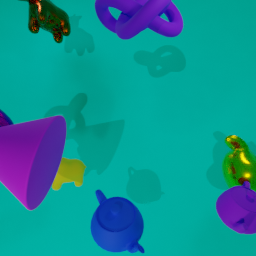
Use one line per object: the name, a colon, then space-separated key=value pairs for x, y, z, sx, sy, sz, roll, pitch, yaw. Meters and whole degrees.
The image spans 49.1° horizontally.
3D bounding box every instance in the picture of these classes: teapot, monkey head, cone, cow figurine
teapot: x=-0.175 y=1.703 z=5.036 sx=0.988 sy=0.778 sz=1.589 roll=-25 pitch=45 yaw=-23
teapot: x=2.021 y=1.410 z=4.923 sx=0.867 sy=0.683 sz=1.394 roll=24 pitch=33 yaw=14
monkey head: x=2.666 y=0.879 z=5.885 sx=1.273 sy=1.066 sz=1.769 roll=-21 pitch=88 yaw=27
cone: x=-2.095 y=0.355 z=4.702 sx=1.620 sy=1.614 sz=1.614 roll=15 pitch=66 yaw=2
cow figurine: x=-2.461 y=-3.520 z=8.137 sx=1.738 sy=0.954 sz=1.710 roll=14 pitch=62 yaw=-43
cow figurine: x=-1.526 y=0.852 z=6.425 sx=1.193 sy=1.174 sz=0.655 roll=-3 pitch=34 yaw=-24

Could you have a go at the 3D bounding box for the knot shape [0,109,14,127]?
knot shape: x=-3.007 y=-0.150 z=4.925 sx=1.754 sy=1.875 sz=0.866 roll=-24 pitch=44 yaw=-37

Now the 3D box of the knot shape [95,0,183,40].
knot shape: x=0.276 y=-2.284 z=5.660 sx=1.922 sy=0.888 sz=1.798 roll=-1 pitch=22 yaw=-3
